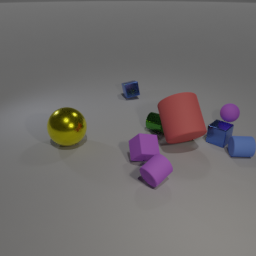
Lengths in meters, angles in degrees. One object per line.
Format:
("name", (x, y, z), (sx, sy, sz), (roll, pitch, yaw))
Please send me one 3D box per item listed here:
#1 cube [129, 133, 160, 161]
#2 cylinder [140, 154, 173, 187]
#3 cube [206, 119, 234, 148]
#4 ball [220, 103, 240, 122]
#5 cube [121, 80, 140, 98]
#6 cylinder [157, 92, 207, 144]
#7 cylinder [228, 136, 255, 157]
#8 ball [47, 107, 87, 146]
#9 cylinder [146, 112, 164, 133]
("cube", (0.514, 0.640, 9.058), (0.700, 0.700, 0.700), (7, 64, -30))
("cylinder", (0.814, 1.216, 8.093), (0.700, 0.700, 0.700), (-38, 43, -24))
("cube", (3.384, 0.195, 10.334), (0.700, 0.700, 0.700), (22, 35, 36))
("ball", (3.802, -0.567, 10.461), (0.700, 0.700, 0.700), (0, 28, 0))
("cube", (0.134, -1.979, 14.229), (0.700, 0.700, 0.700), (-15, 18, -11))
("cylinder", (1.843, -0.321, 9.651), (1.400, 1.400, 1.400), (-11, -15, -3))
("cylinder", (3.847, 0.625, 9.499), (0.700, 0.700, 0.700), (2, 28, 2))
("ball", (-2.178, -0.049, 10.025), (1.400, 1.400, 1.400), (0, 28, 0))
("cylinder", (1.160, -0.224, 11.025), (0.700, 0.700, 0.700), (16, 32, 30))
